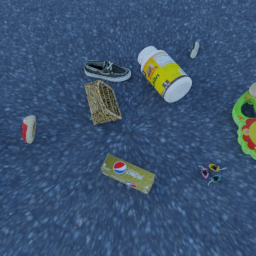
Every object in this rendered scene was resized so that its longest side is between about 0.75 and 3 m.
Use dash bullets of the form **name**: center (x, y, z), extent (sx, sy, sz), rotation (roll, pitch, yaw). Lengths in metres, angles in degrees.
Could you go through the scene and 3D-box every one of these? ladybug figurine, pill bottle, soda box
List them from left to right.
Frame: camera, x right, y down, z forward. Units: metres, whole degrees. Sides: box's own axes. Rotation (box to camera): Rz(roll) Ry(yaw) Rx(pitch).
- **ladybug figurine**: center (-3.516, 0.053, 9.895), extent (0.387, 1.075, 0.729), rotation (9, 20, -8)
- **soda box**: center (0.002, 1.535, 9.369), extent (1.741, 0.557, 0.590), rotation (23, 64, 12)
- **pill bottle**: center (1.372, -2.193, 11.114), extent (1.250, 1.250, 2.288), rotation (-28, 64, -15)

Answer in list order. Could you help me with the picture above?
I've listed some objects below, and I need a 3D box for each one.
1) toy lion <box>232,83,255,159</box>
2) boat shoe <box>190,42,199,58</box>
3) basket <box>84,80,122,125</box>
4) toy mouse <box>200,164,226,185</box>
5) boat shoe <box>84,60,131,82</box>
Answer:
- **toy lion**: center (4.908, -0.104, 10.262), extent (2.434, 0.872, 2.539), rotation (-41, 67, -12)
- **boat shoe**: center (2.897, -3.428, 12.426), extent (0.290, 0.308, 0.859), rotation (2, 60, 44)
- **basket**: center (-0.941, -1.057, 10.554), extent (1.131, 1.084, 1.519), rotation (-12, 61, -6)
- **toy mouse**: center (2.811, 1.614, 9.544), extent (0.910, 0.176, 0.809), rotation (16, 61, 9)
- **boat shoe**: center (-0.861, -2.411, 11.592), extent (1.971, 0.627, 0.697), rotation (6, 60, 3)
